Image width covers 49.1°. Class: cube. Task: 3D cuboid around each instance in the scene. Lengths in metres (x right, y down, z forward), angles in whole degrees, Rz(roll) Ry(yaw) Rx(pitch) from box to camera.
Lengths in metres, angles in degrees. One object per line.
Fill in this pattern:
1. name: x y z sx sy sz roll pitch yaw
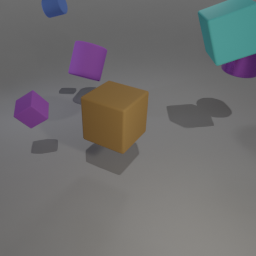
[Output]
1. cube: -2.873 -0.550 8.374 0.700 0.700 0.700 -27 47 17
2. cube: 3.064 -2.952 8.469 1.400 1.400 1.400 -17 31 11
3. cube: -0.361 -0.359 8.079 1.400 1.400 1.400 19 36 24

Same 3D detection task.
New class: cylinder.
1. cylinder: -1.726 -2.853 12.032 1.400 1.400 1.400 14 7 -2
2. cylinder: 4.245 -2.726 10.146 1.400 1.400 1.400 2 36 -2
3. cylinder: -2.708 -4.511 10.355 0.700 0.700 0.700 -7 30 16
